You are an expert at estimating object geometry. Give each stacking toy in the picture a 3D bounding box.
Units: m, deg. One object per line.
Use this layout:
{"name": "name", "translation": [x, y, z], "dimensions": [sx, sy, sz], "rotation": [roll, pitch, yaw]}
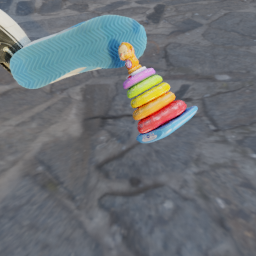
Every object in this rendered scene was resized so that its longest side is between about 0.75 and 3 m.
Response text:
{"name": "stacking toy", "translation": [0.338, -0.779, 5.442], "dimensions": [1.071, 1.951, 1.132], "rotation": [-32, 6, -35]}

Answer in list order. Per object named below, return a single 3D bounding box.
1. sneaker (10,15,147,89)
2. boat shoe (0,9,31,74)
{"name": "sneaker", "translation": [-1.047, -1.763, 6.180], "dimensions": [2.965, 1.134, 1.197], "rotation": [-16, 24, -10]}
{"name": "boat shoe", "translation": [-2.813, -1.852, 6.049], "dimensions": [1.058, 2.992, 0.953], "rotation": [31, 84, 11]}
